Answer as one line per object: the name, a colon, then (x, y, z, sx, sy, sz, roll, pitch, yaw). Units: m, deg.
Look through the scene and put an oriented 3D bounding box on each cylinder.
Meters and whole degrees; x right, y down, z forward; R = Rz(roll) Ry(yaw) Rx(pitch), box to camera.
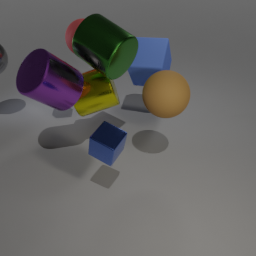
cylinder: (-0.650, -2.354, 8.161, 1.400, 1.400, 1.400, 38, 45, 17)
cylinder: (-1.154, -1.252, 9.542, 1.400, 1.400, 1.400, -18, 33, 4)
cylinder: (-2.263, -1.373, 8.204, 1.400, 1.400, 1.400, 31, 3, 39)

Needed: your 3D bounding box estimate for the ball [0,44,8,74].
ball: (-5.235, -2.614, 10.453, 1.400, 1.400, 1.400, 0, 32, 0)

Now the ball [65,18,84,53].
ball: (-1.694, -3.454, 10.747, 1.400, 1.400, 1.400, 0, 32, 0)

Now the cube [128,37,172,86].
cube: (0.875, -2.584, 11.120, 1.400, 1.400, 1.400, 8, 70, 17)

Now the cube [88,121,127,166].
cube: (-0.518, 0.394, 7.104, 0.700, 0.700, 0.700, 27, 49, 13)

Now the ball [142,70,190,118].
ball: (1.117, -0.986, 8.222, 1.400, 1.400, 1.400, 0, 32, 0)
